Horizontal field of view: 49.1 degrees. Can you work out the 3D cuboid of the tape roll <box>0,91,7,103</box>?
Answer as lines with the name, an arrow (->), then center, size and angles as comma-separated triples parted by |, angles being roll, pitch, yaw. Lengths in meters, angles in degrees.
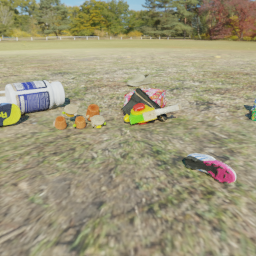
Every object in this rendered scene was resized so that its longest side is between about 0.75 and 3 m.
tape roll -> -5.848, -1.332, 13.442 | 1.711, 0.598, 1.711 | 0, 21, 0

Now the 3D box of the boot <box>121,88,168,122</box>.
boot -> 0.673, -0.639, 11.641 | 1.771, 1.225, 0.686 | 47, 19, 12

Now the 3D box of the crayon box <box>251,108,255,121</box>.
crayon box -> 5.444, -0.623, 11.683 | 0.239, 0.488, 0.821 | 18, 28, 40

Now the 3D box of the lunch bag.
lunch bag -> 0.688, -1.313, 12.967 | 1.901, 0.884, 2.158 | 8, 22, 21

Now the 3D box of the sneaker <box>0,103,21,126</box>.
sneaker -> -5.575, -0.447, 10.607 | 2.740, 1.013, 1.127 | -6, 15, -29

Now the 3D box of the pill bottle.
pill bottle -> -4.147, -1.418, 12.590 | 2.335, 1.351, 1.351 | -13, 24, -32

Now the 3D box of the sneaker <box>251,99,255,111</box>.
sneaker -> 6.636, -1.016, 12.075 | 2.350, 0.966, 0.869 | 4, 18, 6

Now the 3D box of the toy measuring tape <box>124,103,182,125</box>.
toy measuring tape -> 0.924, -0.680, 10.979 | 2.278, 0.838, 0.838 | -16, 20, 3

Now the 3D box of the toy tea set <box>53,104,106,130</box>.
toy tea set -> -1.894, -0.314, 10.927 | 1.993, 0.737, 1.185 | -1, 49, -13

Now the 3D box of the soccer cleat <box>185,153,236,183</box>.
soccer cleat -> 2.207, 0.963, 7.329 | 0.637, 0.515, 1.476 | -18, 26, -40

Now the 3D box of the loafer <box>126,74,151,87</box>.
loafer -> 0.695, -3.133, 18.208 | 2.022, 0.690, 0.765 | -19, 27, -41
